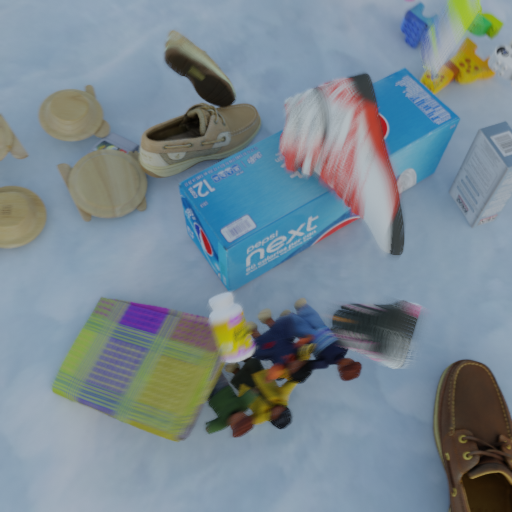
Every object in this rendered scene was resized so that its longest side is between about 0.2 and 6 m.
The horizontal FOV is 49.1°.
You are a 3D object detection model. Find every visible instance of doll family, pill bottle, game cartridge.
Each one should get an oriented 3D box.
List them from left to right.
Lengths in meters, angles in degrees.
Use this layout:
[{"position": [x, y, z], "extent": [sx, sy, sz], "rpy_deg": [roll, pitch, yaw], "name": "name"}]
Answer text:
[{"position": [-2.935, -1.936, 11.058], "extent": [0.757, 0.233, 1.138], "rpy_deg": [25, 64, 18], "name": "game cartridge"}, {"position": [-0.369, 1.000, 7.893], "extent": [0.475, 0.475, 0.911], "rpy_deg": [-20, 99, -11], "name": "pill bottle"}, {"position": [0.374, 1.726, 8.345], "extent": [2.654, 1.041, 1.534], "rpy_deg": [-45, 48, 0], "name": "doll family"}]

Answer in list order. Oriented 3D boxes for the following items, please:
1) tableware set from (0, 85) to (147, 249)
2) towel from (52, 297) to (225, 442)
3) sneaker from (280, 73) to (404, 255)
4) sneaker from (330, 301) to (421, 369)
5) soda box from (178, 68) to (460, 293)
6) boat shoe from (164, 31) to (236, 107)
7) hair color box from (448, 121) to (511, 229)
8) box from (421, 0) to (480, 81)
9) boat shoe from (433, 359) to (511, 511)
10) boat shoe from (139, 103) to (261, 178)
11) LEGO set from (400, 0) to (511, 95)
[{"position": [-4.037, -1.743, 10.541], "extent": [3.774, 0.438, 3.153], "rpy_deg": [-20, 74, -17], "name": "tableware set"}, {"position": [-1.751, 1.648, 8.628], "extent": [2.629, 0.299, 1.888], "rpy_deg": [10, 59, 25], "name": "towel"}, {"position": [1.256, -1.268, 8.560], "extent": [1.543, 0.961, 2.879], "rpy_deg": [-13, 80, 9], "name": "sneaker"}, {"position": [1.397, 0.951, 7.122], "extent": [0.859, 1.990, 0.799], "rpy_deg": [19, 73, 1], "name": "sneaker"}, {"position": [1.133, -1.383, 9.907], "extent": [4.801, 1.628, 1.540], "rpy_deg": [-29, 66, -15], "name": "soda box"}, {"position": [-0.991, -3.544, 10.543], "extent": [0.667, 1.862, 0.709], "rpy_deg": [-17, 62, 25], "name": "boat shoe"}, {"position": [4.061, -1.368, 9.808], "extent": [0.548, 1.807, 0.895], "rpy_deg": [-18, 62, -9], "name": "hair color box"}, {"position": [2.957, -3.488, 8.700], "extent": [0.305, 1.280, 0.781], "rpy_deg": [21, 49, -7], "name": "box"}, {"position": [3.202, 2.946, 7.804], "extent": [1.162, 1.090, 3.228], "rpy_deg": [6, 61, 3], "name": "boat shoe"}, {"position": [-0.971, -2.406, 10.767], "extent": [2.781, 0.897, 0.991], "rpy_deg": [-33, 64, -29], "name": "boat shoe"}, {"position": [3.938, -4.451, 11.800], "extent": [1.622, 1.508, 3.953], "rpy_deg": [-38, 74, -16], "name": "LEGO set"}]
